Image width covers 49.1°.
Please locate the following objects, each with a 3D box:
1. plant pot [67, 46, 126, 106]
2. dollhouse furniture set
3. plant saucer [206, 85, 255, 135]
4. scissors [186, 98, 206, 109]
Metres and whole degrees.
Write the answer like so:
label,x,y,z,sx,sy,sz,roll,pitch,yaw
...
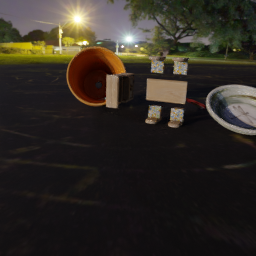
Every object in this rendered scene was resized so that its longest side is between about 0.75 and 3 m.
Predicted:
label,x,y,z,sx,sy,sz,roll,pitch,yaw
plant pot,-1.346,-2.098,12.418,2.412,2.412,2.208,-1,-1,-4
dollhouse furniture set,0.671,-1.199,9.023,2.347,2.156,1.527,8,18,19
plant saucer,3.547,-0.465,8.637,2.331,0.585,2.331,1,42,-1
scissors,2.341,-1.252,11.654,1.970,0.137,0.721,29,5,18
